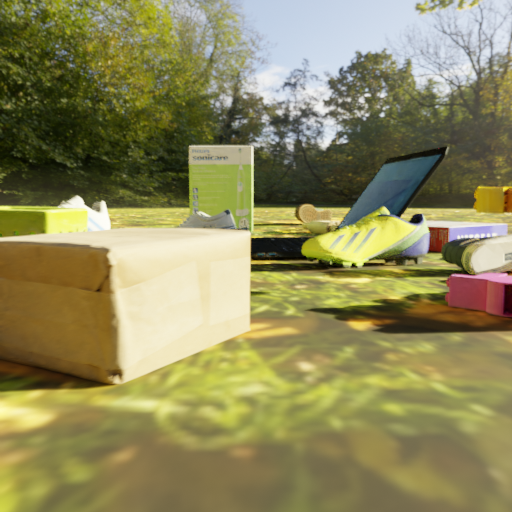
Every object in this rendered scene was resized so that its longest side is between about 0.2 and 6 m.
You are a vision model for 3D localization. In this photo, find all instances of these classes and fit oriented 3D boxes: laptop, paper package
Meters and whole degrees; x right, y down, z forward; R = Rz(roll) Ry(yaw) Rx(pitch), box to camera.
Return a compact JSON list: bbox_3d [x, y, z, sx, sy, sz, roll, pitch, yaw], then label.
[{"bbox_3d":[1.289,-1.064,11.092,3.816,1.971,3.382,-1,6,-5],"label":"laptop"},{"bbox_3d":[-1.033,0.241,4.185,1.548,0.840,1.624,4,8,30],"label":"paper package"}]

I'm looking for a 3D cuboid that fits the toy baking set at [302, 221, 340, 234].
[{"bbox_3d":[2.651,-0.833,16.816,2.396,0.363,3.122,0,6,-31],"label":"toy baking set"}]

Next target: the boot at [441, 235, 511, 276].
[{"bbox_3d":[3.653,-0.097,8.145,1.780,0.647,0.804,-2,12,-13],"label":"boot"}]

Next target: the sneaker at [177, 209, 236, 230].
[{"bbox_3d":[-1.394,-0.672,12.868,1.894,0.671,0.692,-9,2,9],"label":"sneaker"}]

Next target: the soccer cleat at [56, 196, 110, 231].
[{"bbox_3d":[-4.420,-0.794,12.629,0.883,1.091,2.528,3,6,34],"label":"soccer cleat"}]

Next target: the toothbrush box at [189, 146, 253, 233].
[{"bbox_3d":[-1.011,-1.926,16.463,1.836,2.521,1.085,-1,7,-1],"label":"toothbrush box"}]

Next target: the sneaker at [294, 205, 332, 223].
[{"bbox_3d":[1.928,-1.540,21.497,0.995,0.743,2.217,3,2,40],"label":"sneaker"}]

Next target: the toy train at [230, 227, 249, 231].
[{"bbox_3d":[-0.354,-0.508,12.105,0.328,0.245,0.575,7,7,15],"label":"toy train"}]

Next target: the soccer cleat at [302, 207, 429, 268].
[{"bbox_3d":[1.705,-0.299,8.736,2.235,0.935,0.723,-2,7,-22],"label":"soccer cleat"}]

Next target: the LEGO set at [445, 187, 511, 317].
[{"bbox_3d":[3.155,-0.272,6.420,1.520,1.413,3.705,5,7,40],"label":"LEGO set"}]

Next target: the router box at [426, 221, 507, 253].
[{"bbox_3d":[3.934,-0.442,12.016,2.104,0.514,1.889,-4,8,-36],"label":"router box"}]

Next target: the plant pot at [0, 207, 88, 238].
[{"bbox_3d":[-2.557,-0.051,6.250,1.082,0.981,1.076,1,6,6],"label":"plant pot"}]

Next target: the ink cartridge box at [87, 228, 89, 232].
[{"bbox_3d":[-3.930,-0.330,11.263,0.789,0.449,1.083,0,5,5],"label":"ink cartridge box"}]
